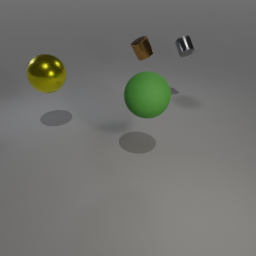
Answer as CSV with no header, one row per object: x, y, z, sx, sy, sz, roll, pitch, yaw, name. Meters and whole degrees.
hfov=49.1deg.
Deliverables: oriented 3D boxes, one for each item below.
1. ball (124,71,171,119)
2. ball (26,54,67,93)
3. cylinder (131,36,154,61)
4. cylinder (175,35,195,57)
0.577,-0.984,8.373,1.400,1.400,1.400,0,29,0,ball
-2.934,-1.957,10.136,1.400,1.400,1.400,0,29,0,ball
0.569,-3.162,11.113,0.700,0.700,0.700,-23,30,15,cylinder
2.559,-3.675,12.616,0.700,0.700,0.700,-16,-10,-3,cylinder
